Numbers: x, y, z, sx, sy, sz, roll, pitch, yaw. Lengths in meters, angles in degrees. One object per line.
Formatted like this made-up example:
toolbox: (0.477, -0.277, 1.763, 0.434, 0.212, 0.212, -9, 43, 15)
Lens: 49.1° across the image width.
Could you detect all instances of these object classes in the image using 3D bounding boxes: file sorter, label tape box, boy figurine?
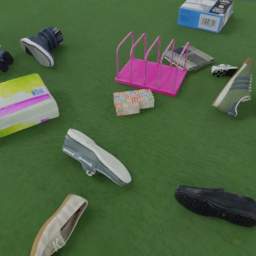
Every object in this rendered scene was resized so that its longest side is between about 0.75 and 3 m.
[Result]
file sorter: (0.869, -2.369, 9.929, 2.272, 1.425, 1.579, 17, 48, 16)
label tape box: (3.950, -5.851, 13.791, 2.071, 0.909, 2.873, 21, 49, 20)
boy figurine: (-5.521, -2.749, 10.839, 2.089, 0.673, 1.299, 18, 72, 21)

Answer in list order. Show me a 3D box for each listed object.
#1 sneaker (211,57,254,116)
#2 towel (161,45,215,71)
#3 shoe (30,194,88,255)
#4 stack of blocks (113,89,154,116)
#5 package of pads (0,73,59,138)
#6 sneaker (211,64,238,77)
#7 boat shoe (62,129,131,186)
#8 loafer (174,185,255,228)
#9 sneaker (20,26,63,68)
sneaker: (3.582, -1.239, 8.929, 0.899, 0.672, 2.003, 38, 81, 7)
towel: (2.409, -2.793, 11.242, 1.535, 0.275, 1.594, -24, 48, -26)
shoe: (-1.442, 2.137, 5.988, 0.458, 0.600, 1.717, 12, 43, 21)
stack of blocks: (0.198, -0.851, 9.122, 1.256, 0.368, 0.723, -8, 48, -8)
package of pads: (-3.596, -0.728, 8.719, 2.355, 0.803, 1.819, -23, 49, -21)
sneaker: (3.703, -2.195, 10.461, 1.153, 0.427, 0.510, 3, 47, 2)
boat shoe: (-0.880, 0.880, 7.365, 2.233, 0.813, 0.690, 36, 98, 23)
loafer: (2.037, 1.684, 6.452, 1.933, 0.656, 0.678, 15, 42, 8)
sneaker: (-3.139, -3.341, 11.305, 1.625, 0.855, 2.249, -33, 53, -26)
